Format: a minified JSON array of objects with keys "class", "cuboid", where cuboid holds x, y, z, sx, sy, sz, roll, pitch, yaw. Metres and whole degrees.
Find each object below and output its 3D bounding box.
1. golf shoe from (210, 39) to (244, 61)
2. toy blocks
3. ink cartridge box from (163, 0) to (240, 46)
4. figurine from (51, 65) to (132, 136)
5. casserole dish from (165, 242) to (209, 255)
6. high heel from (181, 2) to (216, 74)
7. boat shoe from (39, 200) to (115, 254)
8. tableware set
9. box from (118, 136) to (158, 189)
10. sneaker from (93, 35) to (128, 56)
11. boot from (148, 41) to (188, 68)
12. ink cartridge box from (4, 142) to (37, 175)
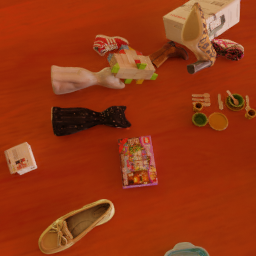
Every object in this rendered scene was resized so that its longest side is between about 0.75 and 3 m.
[{"class":"golf shoe","cuboid":[3.692,-3.207,11.196,1.788,0.649,0.823,16,46,3]},{"class":"toy blocks","cuboid":[0.062,-2.508,10.499,1.992,0.995,1.362,-3,57,-30]},{"class":"ink cartridge box","cuboid":[2.864,-4.282,11.032,2.428,1.021,1.772,-35,46,-16]},{"class":"figurine","cuboid":[-1.338,-1.114,10.080,2.674,1.180,2.741,-3,66,-10]},{"class":"casserole dish","cuboid":[1.750,4.486,7.896,1.414,0.453,2.334,-7,67,-3]},{"class":"high heel","cuboid":[2.575,-3.135,9.600,0.818,2.291,1.633,20,37,38]},{"class":"boat shoe","cuboid":[-1.553,2.900,8.396,2.473,0.778,0.902,-24,69,-10]},{"class":"tableware set","cuboid":[3.449,-0.649,10.177,2.271,0.349,1.530,2,67,1]},{"class":"box","cuboid":[0.303,1.123,9.411,1.141,0.326,1.668,-6,67,-3]},{"class":"sneaker","cuboid":[-0.722,-3.278,11.231,1.389,0.495,0.781,10,63,12]},{"class":"boot","cuboid":[1.588,-2.803,11.066,1.268,0.434,1.194,-38,72,-14]},{"class":"ink cartridge box","cuboid":[-3.612,1.055,9.416,0.790,0.377,0.900,-22,68,-9]}]
